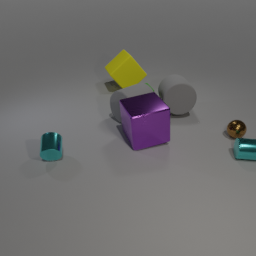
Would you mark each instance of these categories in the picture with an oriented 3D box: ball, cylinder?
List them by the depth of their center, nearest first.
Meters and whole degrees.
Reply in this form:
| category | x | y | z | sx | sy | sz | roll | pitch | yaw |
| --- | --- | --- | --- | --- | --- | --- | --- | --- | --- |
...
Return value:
| category | x | y | z | sx | sy | sz | roll | pitch | yaw |
| --- | --- | --- | --- | --- | --- | --- | --- | --- | --- |
| cylinder | -2.509 | 0.608 | 9.165 | 0.700 | 0.700 | 0.700 | -4 | 53 | -7 |
| cylinder | 3.935 | 0.693 | 9.246 | 0.700 | 0.700 | 0.700 | 4 | 29 | 7 |
| ball | 4.031 | 0.040 | 10.400 | 0.700 | 0.700 | 0.700 | 0 | 29 | 0 |
| cylinder | 0.210 | -1.021 | 11.554 | 1.400 | 1.400 | 1.400 | -25 | 37 | -38 |
| cylinder | 2.095 | -1.462 | 12.100 | 1.400 | 1.400 | 1.400 | -2 | 25 | -3 |

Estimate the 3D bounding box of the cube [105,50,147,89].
| category | x | y | z | sx | sy | sz | roll | pitch | yaw |
| --- | --- | --- | --- | --- | --- | --- | --- | --- | --- |
| cube | -0.134 | -2.943 | 14.494 | 1.400 | 1.400 | 1.400 | -42 | 32 | 7 |

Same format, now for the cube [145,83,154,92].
| category | x | y | z | sx | sy | sz | roll | pitch | yaw |
| --- | --- | --- | --- | --- | --- | --- | --- | --- | --- |
| cube | 0.727 | -1.621 | 13.249 | 0.700 | 0.700 | 0.700 | -13 | 45 | -24 |

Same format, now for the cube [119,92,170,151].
| category | x | y | z | sx | sy | sz | roll | pitch | yaw |
| --- | --- | --- | --- | --- | --- | --- | --- | --- | --- |
| cube | 0.600 | -0.269 | 10.038 | 1.400 | 1.400 | 1.400 | -14 | 35 | -12 |
